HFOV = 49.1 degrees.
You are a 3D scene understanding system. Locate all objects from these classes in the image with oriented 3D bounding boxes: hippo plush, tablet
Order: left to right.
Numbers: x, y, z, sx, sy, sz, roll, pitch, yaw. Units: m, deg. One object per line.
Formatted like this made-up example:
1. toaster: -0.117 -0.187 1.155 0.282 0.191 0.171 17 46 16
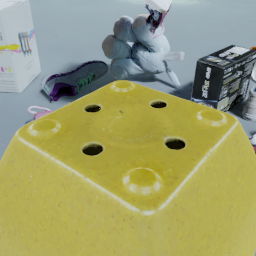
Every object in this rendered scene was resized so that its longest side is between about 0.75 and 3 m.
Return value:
1. tablet: 0.315 -3.622 5.860 1.949 0.205 2.995 32 47 -11
2. hippo plush: 0.733 -3.102 10.189 2.932 2.336 2.358 9 35 14

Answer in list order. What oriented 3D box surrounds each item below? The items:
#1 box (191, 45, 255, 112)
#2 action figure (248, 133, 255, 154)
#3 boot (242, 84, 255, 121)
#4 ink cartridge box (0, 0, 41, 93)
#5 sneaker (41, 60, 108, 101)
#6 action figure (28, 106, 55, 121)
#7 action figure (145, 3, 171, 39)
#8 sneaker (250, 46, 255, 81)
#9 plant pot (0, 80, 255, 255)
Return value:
1. box: 2.791 -1.372 8.213 1.971 1.614 0.849 -29 43 -35
2. action figure: 3.579 0.625 5.913 2.445 1.820 1.638 3 3 39
3. boot: 4.129 -0.944 8.153 2.007 0.959 0.738 -26 41 -33
4. ink cartridge box: -4.381 -2.836 9.437 1.955 2.690 1.946 4 34 6
5. sneaker: -1.599 -1.471 9.277 2.333 0.868 1.021 -23 53 -17
6. action figure: -1.869 -0.360 7.409 1.233 0.918 0.826 -17 29 0
7. action figure: 0.894 -3.007 7.360 0.741 0.823 1.106 -11 32 35
8. sneaker: 4.986 -2.311 10.196 0.878 1.021 2.412 -4 35 -9
9. plant pot: 0.047 1.075 3.431 2.732 2.813 2.750 24 40 32
